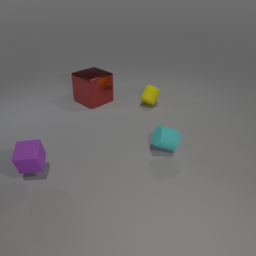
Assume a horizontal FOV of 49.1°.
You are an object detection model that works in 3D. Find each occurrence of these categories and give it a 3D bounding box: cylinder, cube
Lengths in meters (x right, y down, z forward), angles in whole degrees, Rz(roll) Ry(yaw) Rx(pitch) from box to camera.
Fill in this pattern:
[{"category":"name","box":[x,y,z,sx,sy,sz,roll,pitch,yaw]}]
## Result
[{"category":"cylinder","box":[1.265,0.335,9.281,0.700,0.700,0.700,16,26,-19]},{"category":"cylinder","box":[1.031,-1.513,12.885,0.700,0.700,0.700,26,-6,3]},{"category":"cube","box":[-1.660,-1.933,13.256,1.400,1.400,1.400,27,39,37]},{"category":"cube","box":[-2.854,0.836,8.147,0.700,0.700,0.700,-5,47,-1]}]
